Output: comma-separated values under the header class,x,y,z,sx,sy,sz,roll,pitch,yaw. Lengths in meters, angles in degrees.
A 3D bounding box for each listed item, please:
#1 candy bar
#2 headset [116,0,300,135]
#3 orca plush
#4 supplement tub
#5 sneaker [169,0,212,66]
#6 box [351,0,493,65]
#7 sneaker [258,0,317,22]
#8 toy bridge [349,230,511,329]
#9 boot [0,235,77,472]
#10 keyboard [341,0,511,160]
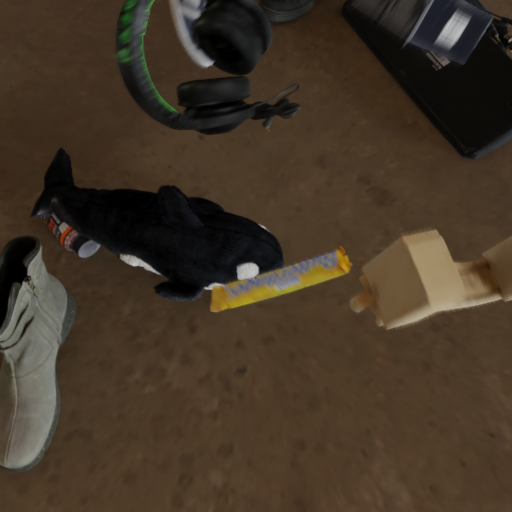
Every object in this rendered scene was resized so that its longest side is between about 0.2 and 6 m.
class,x,y,z,sx,sy,sz,roll,pitch,yaw
candy bar,0.291,0.302,6.992,1.837,0.204,0.458,-18,37,13
headset,-0.538,-2.368,7.199,1.369,2.913,1.799,13,90,46
orca plush,-1.384,-0.754,8.460,3.996,1.420,2.102,30,49,9
supplement tub,-3.017,-0.490,9.116,0.600,0.600,1.122,-37,68,-17
sneaker,-0.717,-3.964,8.417,1.099,2.025,0.710,-4,25,30
box,2.076,-3.081,7.045,1.257,0.655,1.145,-1,40,-41
sneaker,1.450,-6.148,11.365,3.283,1.712,0.986,-30,66,-15
toy bridge,2.928,-0.024,5.638,4.606,1.548,0.627,-12,72,-21
boot,-3.267,1.289,7.492,0.965,1.862,2.850,2,63,1
keyboard,3.790,-3.986,10.994,2.375,0.904,4.563,-33,67,9
